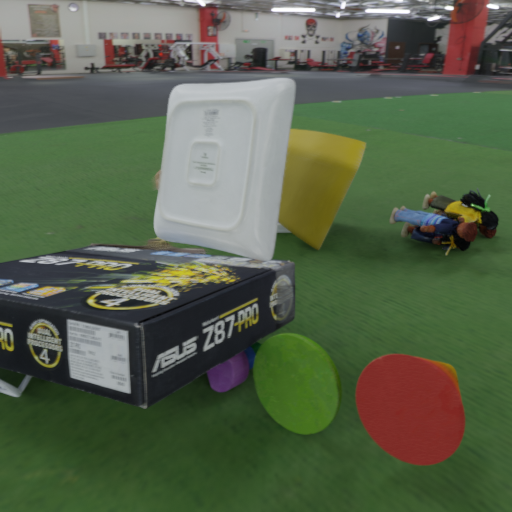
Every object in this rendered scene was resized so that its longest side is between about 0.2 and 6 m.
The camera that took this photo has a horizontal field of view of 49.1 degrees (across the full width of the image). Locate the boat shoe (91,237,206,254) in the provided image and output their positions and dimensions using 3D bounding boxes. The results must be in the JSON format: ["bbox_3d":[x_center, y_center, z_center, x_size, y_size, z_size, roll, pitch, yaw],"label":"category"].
[{"bbox_3d":[-1.766,0.012,9.247,1.952,0.581,0.701,-4,12,-3],"label":"boat shoe"}]

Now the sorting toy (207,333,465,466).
[{"bbox_3d":[0.834,1.238,5.944,3.048,1.057,1.050,2,11,40],"label":"sorting toy"}]

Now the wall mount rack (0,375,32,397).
[{"bbox_3d":[-3.302,0.904,6.137,1.812,1.574,0.676,9,58,23],"label":"wall mount rack"}]

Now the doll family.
[{"bbox_3d":[3.705,-0.620,10.537,1.532,1.040,2.650,25,38,38],"label":"doll family"}]

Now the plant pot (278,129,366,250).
[{"bbox_3d":[0.953,-1.468,10.730,1.567,1.776,1.776,24,30,3],"label":"plant pot"}]

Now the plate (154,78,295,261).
[{"bbox_3d":[-0.573,-1.176,7.245,2.208,2.213,0.358,12,6,41],"label":"plate"}]

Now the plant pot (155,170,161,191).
[{"bbox_3d":[-1.190,-1.355,12.026,1.875,0.865,1.875,0,30,0],"label":"plant pot"}]

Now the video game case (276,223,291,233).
[{"bbox_3d":[0.301,-0.991,12.272,1.618,0.204,2.260,0,24,0],"label":"video game case"}]

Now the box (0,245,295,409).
[{"bbox_3d":[-1.741,0.566,6.679,3.601,0.884,2.902,5,10,31],"label":"box"}]
